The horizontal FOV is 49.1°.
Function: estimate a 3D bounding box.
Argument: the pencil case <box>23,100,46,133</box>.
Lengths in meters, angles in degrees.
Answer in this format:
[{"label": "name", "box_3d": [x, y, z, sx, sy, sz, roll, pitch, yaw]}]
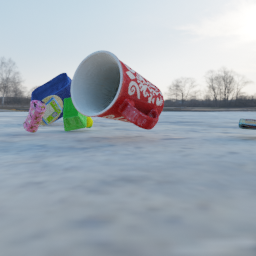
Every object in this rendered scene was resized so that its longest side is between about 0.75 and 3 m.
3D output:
[{"label": "pencil case", "box_3d": [-2.062, -0.247, 6.156, 0.347, 0.363, 0.839, 19, -45, -19]}]

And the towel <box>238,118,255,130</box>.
[{"label": "towel", "box_3d": [2.552, -0.081, 5.492, 0.716, 0.106, 0.976, 5, 11, 21]}]

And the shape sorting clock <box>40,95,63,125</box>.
[{"label": "shape sorting clock", "box_3d": [-2.630, -0.585, 9.314, 0.219, 1.115, 1.115, 38, 24, 28]}]

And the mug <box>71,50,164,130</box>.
[{"label": "mug", "box_3d": [-0.048, -0.464, 5.319, 1.137, 1.513, 1.704, -27, -22, 27]}]

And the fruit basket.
[{"label": "fruit basket", "box_3d": [-1.306, -0.275, 7.290, 0.677, 0.938, 0.938, -10, 3, 4]}]

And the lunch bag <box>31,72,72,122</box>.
[{"label": "lunch bag", "box_3d": [-2.676, -1.029, 10.554, 1.852, 1.225, 1.258, -29, 39, 5]}]
